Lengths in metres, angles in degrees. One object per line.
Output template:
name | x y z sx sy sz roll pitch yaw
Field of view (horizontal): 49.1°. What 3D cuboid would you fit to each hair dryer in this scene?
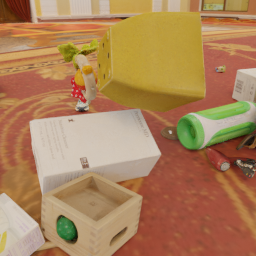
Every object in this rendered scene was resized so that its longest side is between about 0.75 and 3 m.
hair dryer | 2.868 0.970 7.815 1.624 0.441 1.237 26 19 35

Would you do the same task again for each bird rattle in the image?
bird rattle | -1.276 -1.389 7.699 1.080 1.916 1.562 -10 40 -20

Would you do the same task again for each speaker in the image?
speaker | 2.974 -0.127 8.985 2.753 1.218 1.218 -13 29 -25

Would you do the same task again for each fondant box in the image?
fondant box | -2.629 2.117 4.921 1.323 0.534 1.834 21 42 37

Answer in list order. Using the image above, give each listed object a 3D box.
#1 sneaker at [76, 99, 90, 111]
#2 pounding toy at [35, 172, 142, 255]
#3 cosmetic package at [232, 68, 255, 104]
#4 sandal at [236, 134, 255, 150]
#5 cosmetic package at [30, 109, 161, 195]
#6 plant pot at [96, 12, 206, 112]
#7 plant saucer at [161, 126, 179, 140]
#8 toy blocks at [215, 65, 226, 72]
sneaker | -1.897 -1.150 11.688 0.549 0.611 1.415 -1 26 -2
pounding toy | -0.909 1.825 5.319 1.586 1.224 1.722 19 22 31
cosmetic package | 5.699 -1.798 12.188 1.594 1.334 1.326 -9 28 -18
sandal | 3.886 0.455 8.727 1.302 0.532 0.355 -10 49 -34
cosmetic package | -0.817 0.541 6.922 2.818 1.143 1.590 -10 56 -23
plant pot | 0.333 -1.418 6.257 1.915 1.860 1.872 0 -6 -20
plant saucer | 1.563 0.153 9.605 0.891 0.131 0.891 0 27 0
toy blocks | 5.544 -3.565 16.941 0.560 0.409 0.819 2 23 30
